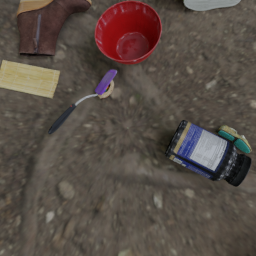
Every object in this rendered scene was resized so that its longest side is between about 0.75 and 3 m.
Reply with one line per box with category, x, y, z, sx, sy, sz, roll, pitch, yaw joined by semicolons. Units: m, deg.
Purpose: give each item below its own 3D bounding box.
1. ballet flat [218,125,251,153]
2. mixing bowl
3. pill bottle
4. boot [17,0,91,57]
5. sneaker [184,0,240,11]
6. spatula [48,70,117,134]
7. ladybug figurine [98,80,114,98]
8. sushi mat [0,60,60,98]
ballet flat;3.385;0.303;8.751;1.173;0.415;0.415;36;75;11
mixing bowl;0.082;-2.949;9.302;2.128;1.153;2.128;-2;78;9
pill bottle;2.299;0.770;8.125;2.215;1.239;1.239;27;74;8
boot;-2.573;-3.578;9.900;2.615;0.946;2.175;-3;84;-2
sneaker;2.970;-5.089;10.350;2.146;0.791;1.240;-6;68;-10
spatula;-1.434;-0.809;8.743;2.832;0.800;0.291;-42;117;-6
ladybug figurine;-0.744;-1.290;9.294;0.516;0.273;0.760;26;75;15
sushi mat;-3.407;-1.667;9.506;2.107;0.128;1.008;12;72;4
